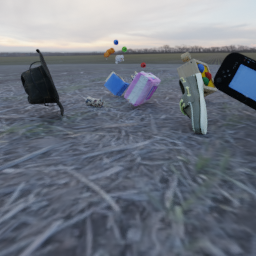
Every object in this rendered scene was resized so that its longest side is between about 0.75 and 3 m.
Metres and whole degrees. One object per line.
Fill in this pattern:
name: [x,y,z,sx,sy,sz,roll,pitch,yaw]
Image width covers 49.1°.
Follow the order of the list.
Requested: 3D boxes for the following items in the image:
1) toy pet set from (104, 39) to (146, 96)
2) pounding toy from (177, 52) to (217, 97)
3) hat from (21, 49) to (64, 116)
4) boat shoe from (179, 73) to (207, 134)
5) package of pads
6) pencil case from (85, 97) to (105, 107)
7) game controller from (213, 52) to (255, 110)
toy pet set: [-0.275,-2.711,13.643,2.218,2.071,1.178,30,18,-34]
pounding toy: [3.272,-2.639,13.084,1.063,2.324,2.041,-26,-15,37]
hat: [-2.999,-1.356,9.486,1.045,2.591,2.591,-23,21,-11]
boat shoe: [1.965,-0.755,8.565,0.758,0.906,2.534,-6,43,14]
package of pads: [0.626,-1.634,11.597,0.768,1.223,2.030,37,18,7]
pencil case: [-1.400,-1.093,11.723,0.906,0.352,0.405,14,5,42]
game controller: [4.351,-1.458,9.565,2.754,1.437,0.580,35,36,22]
